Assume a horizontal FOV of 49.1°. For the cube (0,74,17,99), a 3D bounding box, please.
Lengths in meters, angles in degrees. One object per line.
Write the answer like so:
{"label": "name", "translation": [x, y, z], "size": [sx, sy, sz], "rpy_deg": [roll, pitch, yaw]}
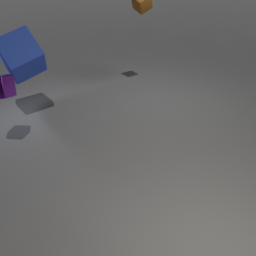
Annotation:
{"label": "cube", "translation": [-4.068, -1.317, 8.868], "size": [0.700, 0.700, 0.700], "rpy_deg": [0, 16, 9]}

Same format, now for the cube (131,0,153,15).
{"label": "cube", "translation": [0.642, -5.836, 12.944], "size": [0.700, 0.700, 0.700], "rpy_deg": [-36, 63, -8]}

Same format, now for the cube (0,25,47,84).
{"label": "cube", "translation": [-4.180, -2.824, 10.963], "size": [1.400, 1.400, 1.400], "rpy_deg": [-33, 85, -17]}
